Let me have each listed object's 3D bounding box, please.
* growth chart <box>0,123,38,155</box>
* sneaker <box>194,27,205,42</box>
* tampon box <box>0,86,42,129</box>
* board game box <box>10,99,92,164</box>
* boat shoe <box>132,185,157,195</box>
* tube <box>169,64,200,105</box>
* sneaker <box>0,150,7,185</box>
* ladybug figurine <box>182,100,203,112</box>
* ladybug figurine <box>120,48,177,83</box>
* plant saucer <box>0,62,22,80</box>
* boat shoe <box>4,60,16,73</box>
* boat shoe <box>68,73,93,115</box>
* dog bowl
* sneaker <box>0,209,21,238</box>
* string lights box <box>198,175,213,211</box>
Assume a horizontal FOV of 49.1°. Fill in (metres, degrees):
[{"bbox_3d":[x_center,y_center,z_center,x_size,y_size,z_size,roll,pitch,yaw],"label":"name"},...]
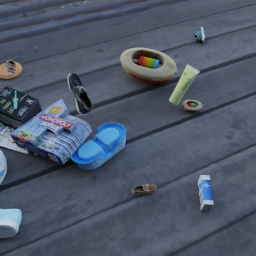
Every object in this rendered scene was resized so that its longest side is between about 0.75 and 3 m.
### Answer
[{"bbox_3d":[-4.294,0.170,11.306,2.706,0.240,1.958,11,51,8],"label":"growth chart"},{"bbox_3d":[3.913,-5.167,15.450,0.529,0.450,1.159,0,50,4],"label":"sneaker"},{"bbox_3d":[-4.490,-0.724,11.299,1.575,0.994,1.180,23,57,11],"label":"tampon box"},{"bbox_3d":[-2.727,-0.029,10.724,2.418,0.746,2.416,15,51,27],"label":"board game box"},{"bbox_3d":[0.582,2.119,9.677,0.880,0.316,0.333,-11,52,-8],"label":"boat shoe"},{"bbox_3d":[2.306,-1.785,11.745,0.490,1.688,0.438,24,24,-11],"label":"tube"},{"bbox_3d":[-4.983,1.701,9.539,1.008,1.064,2.635,3,51,4],"label":"sneaker"},{"bbox_3d":[2.779,-0.932,12.116,0.877,0.315,0.595,8,52,6],"label":"ladybug figurine"},{"bbox_3d":[0.958,-2.857,13.160,2.717,0.977,1.844,19,56,9],"label":"ladybug figurine"},{"bbox_3d":[-5.845,-2.845,13.727,1.252,0.202,1.252,0,51,0],"label":"plant saucer"},{"bbox_3d":[-4.598,-2.492,11.044,0.407,0.386,1.075,10,22,-37],"label":"boat shoe"},{"bbox_3d":[-1.738,-1.327,10.376,0.592,0.558,1.649,-15,82,-42],"label":"boat shoe"},{"bbox_3d":[-1.040,0.700,10.500,2.310,0.573,1.288,-37,46,-24],"label":"dog bowl"},{"bbox_3d":[-4.455,2.932,8.846,2.247,0.831,0.921,2,31,0],"label":"sneaker"},{"bbox_3d":[2.617,2.190,9.475,0.310,0.540,1.051,2,51,2],"label":"string lights box"}]
